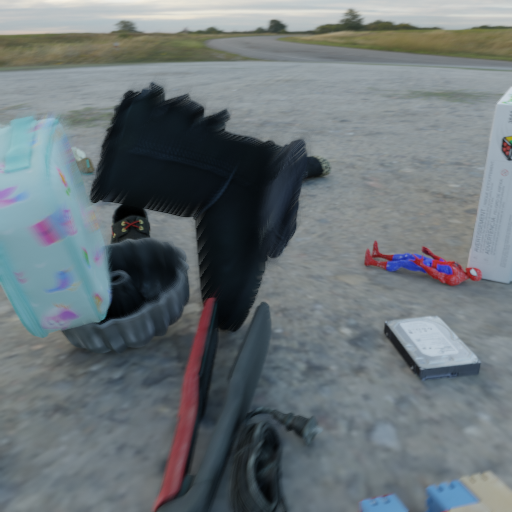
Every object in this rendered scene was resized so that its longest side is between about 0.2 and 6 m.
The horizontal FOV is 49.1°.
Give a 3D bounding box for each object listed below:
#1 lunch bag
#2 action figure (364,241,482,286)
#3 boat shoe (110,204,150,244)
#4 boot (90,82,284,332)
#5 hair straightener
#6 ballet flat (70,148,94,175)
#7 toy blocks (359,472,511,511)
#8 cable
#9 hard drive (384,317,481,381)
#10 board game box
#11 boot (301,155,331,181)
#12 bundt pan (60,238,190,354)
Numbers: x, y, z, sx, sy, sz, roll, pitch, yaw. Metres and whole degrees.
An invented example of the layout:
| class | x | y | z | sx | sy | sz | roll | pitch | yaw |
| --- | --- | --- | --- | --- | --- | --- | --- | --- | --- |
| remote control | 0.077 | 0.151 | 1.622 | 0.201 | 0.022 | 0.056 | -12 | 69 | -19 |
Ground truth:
| class | x | y | z | sx | sy | sz | roll | pitch | yaw |
| --- | --- | --- | --- | --- | --- | --- | --- | --- | --- |
| lunch bag | -2.605 | -0.478 | 6.822 | 1.013 | 2.107 | 2.627 | -19 | 34 | -8 |
| action figure | 2.782 | 0.126 | 9.335 | 1.873 | 0.484 | 0.613 | 16 | 26 | 26 |
| boat shoe | -2.319 | -0.404 | 10.275 | 0.763 | 0.653 | 2.085 | -5 | 26 | -12 |
| boot | -0.984 | -0.664 | 7.519 | 2.419 | 2.952 | 1.092 | 17 | -9 | -20 |
| hair straightener | -0.094 | 1.615 | 5.493 | 1.489 | 0.792 | 3.870 | 2 | 24 | 5 |
| ballet flat | -4.936 | -2.660 | 15.410 | 0.537 | 0.573 | 1.583 | -17 | 29 | -33 |
| toy blocks | 1.830 | 2.235 | 4.005 | 2.329 | 1.164 | 1.592 | -6 | 13 | -13 |
| cable | 0.425 | -0.732 | 7.078 | 0.385 | 1.517 | 1.238 | 8 | -14 | 10 |
| hard drive | 2.237 | 1.165 | 7.237 | 0.801 | 0.217 | 1.146 | -4 | 25 | -9 |
| board game box | 4.846 | -1.673 | 10.386 | 0.776 | 2.830 | 4.484 | 13 | 26 | 25 |
| boot | 0.966 | -2.415 | 14.812 | 1.343 | 0.642 | 1.778 | -15 | 33 | -35 |
| bundt pan | -1.790 | 0.586 | 7.569 | 1.973 | 0.740 | 1.973 | -9 | 32 | 6 |
